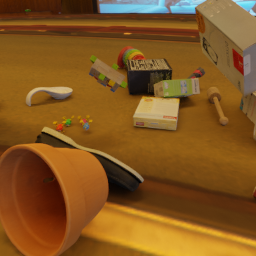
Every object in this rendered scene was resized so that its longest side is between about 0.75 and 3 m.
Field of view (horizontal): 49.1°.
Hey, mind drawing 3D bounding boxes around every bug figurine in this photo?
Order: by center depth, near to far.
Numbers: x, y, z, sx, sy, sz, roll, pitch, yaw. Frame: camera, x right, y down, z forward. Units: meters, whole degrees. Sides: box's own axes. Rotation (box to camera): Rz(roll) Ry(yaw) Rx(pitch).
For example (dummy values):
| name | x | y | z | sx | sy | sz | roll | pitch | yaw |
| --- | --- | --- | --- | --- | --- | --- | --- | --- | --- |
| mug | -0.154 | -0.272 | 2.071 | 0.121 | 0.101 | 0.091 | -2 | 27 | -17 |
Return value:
| name | x | y | z | sx | sy | sz | roll | pitch | yaw |
| --- | --- | --- | --- | --- | --- | --- | --- | --- | --- |
| bug figurine | -1.765 | -0.126 | 9.265 | 1.271 | 0.327 | 0.986 | -3 | 21 | 4 |

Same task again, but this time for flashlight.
| name | x | y | z | sx | sy | sz | roll | pitch | yaw |
| --- | --- | --- | --- | --- | --- | --- | --- | --- | --- |
| flashlight | 2.872 | -2.162 | 12.488 | 1.287 | 0.437 | 0.436 | -45 | 35 | -11 |

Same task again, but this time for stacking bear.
| name | x | y | z | sx | sy | sz | roll | pitch | yaw |
| --- | --- | --- | --- | --- | --- | --- | --- | --- | --- |
| stacking bear | 0.435 | -3.571 | 15.160 | 1.281 | 1.199 | 2.109 | -13 | 35 | -24 |

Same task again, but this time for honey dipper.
| name | x | y | z | sx | sy | sz | roll | pitch | yaw |
| --- | --- | --- | --- | --- | --- | --- | --- | --- | --- |
| honey dipper | 3.391 | -0.839 | 10.494 | 0.509 | 0.509 | 2.680 | 3 | 29 | 5 |

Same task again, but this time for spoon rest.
| name | x | y | z | sx | sy | sz | roll | pitch | yaw |
| --- | --- | --- | --- | --- | --- | --- | --- | --- | --- |
| spoon rest | -3.211 | -1.431 | 11.508 | 1.955 | 0.592 | 0.971 | -21 | 34 | -34 |

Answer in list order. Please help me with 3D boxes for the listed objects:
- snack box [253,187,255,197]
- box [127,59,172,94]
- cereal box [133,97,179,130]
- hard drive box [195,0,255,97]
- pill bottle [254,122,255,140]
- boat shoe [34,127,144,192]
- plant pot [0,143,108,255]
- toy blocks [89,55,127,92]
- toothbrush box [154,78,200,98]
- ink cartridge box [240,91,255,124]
| name | x | y | z | sx | sy | sz | roll | pitch | yaw |
| --- | --- | --- | --- | --- | --- | --- | --- | --- | --- |
| snack box | 3.777 | 1.801 | 5.546 | 0.869 | 0.294 | 2.418 | -14 | 31 | -25 |
| box | 0.892 | -2.350 | 12.642 | 1.867 | 1.160 | 1.883 | -1 | 27 | -2 |
| cereal box | 1.062 | -0.580 | 10.043 | 1.460 | 0.401 | 2.030 | 6 | 28 | 11 |
| hard drive box | 3.418 | -2.736 | 9.116 | 1.043 | 2.117 | 2.716 | -29 | 51 | 3 |
| pill bottle | 4.955 | -0.033 | 8.043 | 2.332 | 1.268 | 1.268 | 11 | 29 | 21 |
| boat shoe | -1.047 | 0.907 | 6.704 | 2.915 | 1.066 | 0.913 | 20 | 67 | 17 |
| plant pot | -1.297 | 1.187 | 5.210 | 1.984 | 1.984 | 1.389 | 19 | 17 | 32 |
| toy blocks | -0.676 | -1.557 | 8.485 | 1.289 | 0.644 | 0.881 | 32 | -16 | -10 |
| toothbrush box | 1.940 | -1.577 | 11.295 | 1.520 | 0.654 | 1.107 | -8 | 2 | -14 |
| ink cartridge box | 4.577 | -0.810 | 9.948 | 0.525 | 0.911 | 1.574 | 2 | 28 | -1 |
